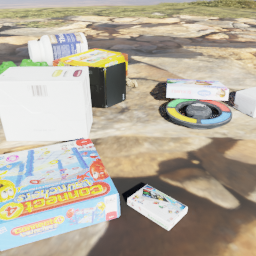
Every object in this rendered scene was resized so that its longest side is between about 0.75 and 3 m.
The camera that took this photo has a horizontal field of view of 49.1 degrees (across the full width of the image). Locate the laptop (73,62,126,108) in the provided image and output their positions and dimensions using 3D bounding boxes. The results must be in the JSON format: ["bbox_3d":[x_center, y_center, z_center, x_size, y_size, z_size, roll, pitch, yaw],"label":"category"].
[{"bbox_3d":[-1.034,-1.674,10.755,1.844,1.634,0.952,3,28,5],"label":"laptop"}]

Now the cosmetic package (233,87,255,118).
[{"bbox_3d":[5.146,-1.091,10.625,2.034,0.753,1.034,-14,32,-26],"label":"cosmetic package"}]

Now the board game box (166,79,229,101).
[{"bbox_3d":[2.692,-1.602,11.374,2.272,0.467,2.266,3,17,6],"label":"board game box"}]

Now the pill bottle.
[{"bbox_3d":[-3.859,-4.326,15.497,2.983,1.655,1.655,-13,32,-23],"label":"pill bottle"}]

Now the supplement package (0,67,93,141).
[{"bbox_3d":[-2.505,-0.777,8.753,2.542,1.980,1.410,-1,29,0],"label":"supplement package"}]

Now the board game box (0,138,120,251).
[{"bbox_3d":[-1.701,1.286,6.388,2.420,0.676,2.369,-11,30,-19],"label":"board game box"}]

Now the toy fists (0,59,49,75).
[{"bbox_3d":[-5.052,-2.579,13.069,2.882,0.991,1.469,-14,31,-21],"label":"toy fists"}]

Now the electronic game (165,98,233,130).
[{"bbox_3d":[2.490,-0.587,9.949,2.326,0.484,2.326,-1,28,0],"label":"electronic game"}]

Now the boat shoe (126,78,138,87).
[{"bbox_3d":[0.099,-2.015,12.749,0.310,0.342,0.960,-24,28,-24],"label":"boat shoe"}]

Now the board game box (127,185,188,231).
[{"bbox_3d":[0.633,1.695,6.123,1.125,0.195,0.710,23,33,36],"label":"board game box"}]

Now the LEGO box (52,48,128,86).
[{"bbox_3d":[-1.707,-2.828,13.325,2.189,1.134,2.939,19,34,30],"label":"LEGO box"}]
